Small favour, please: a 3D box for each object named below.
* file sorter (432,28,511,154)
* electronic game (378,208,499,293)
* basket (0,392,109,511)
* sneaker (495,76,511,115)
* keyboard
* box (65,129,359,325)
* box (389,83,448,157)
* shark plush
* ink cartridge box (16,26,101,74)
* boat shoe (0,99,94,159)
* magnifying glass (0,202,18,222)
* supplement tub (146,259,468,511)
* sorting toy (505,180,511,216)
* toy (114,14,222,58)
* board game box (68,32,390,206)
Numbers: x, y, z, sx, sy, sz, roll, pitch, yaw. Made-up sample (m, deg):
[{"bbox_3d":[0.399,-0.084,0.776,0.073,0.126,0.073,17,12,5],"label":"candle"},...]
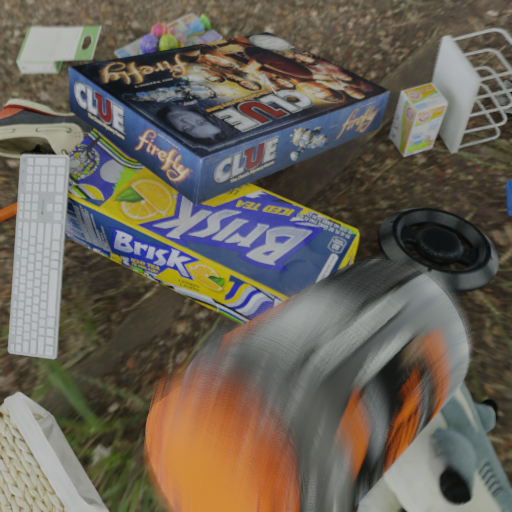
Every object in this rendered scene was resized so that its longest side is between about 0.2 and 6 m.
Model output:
[{"bbox_3d":[3.954,-2.979,10.138,1.084,1.742,1.209,-14,58,-4],"label":"file sorter"},{"bbox_3d":[2.911,-0.136,8.995,1.920,0.400,1.920,4,44,-4],"label":"electronic game"},{"bbox_3d":[-2.779,2.745,6.832,1.059,1.163,1.716,-35,63,-16],"label":"basket"},{"bbox_3d":[5.575,-3.436,11.037,1.515,0.797,2.097,13,59,5],"label":"sneaker"},{"bbox_3d":[-3.177,-0.005,8.201,0.831,0.157,2.952,4,90,21],"label":"keyboard"},{"bbox_3d":[-0.867,-0.341,8.630,4.564,1.467,1.599,25,61,15],"label":"box"},{"bbox_3d":[2.932,-2.467,10.200,0.645,1.147,0.581,-18,59,-11],"label":"box"},{"bbox_3d":[2.443,2.134,7.552,1.847,2.014,4.434,18,35,-12],"label":"shark plush"},{"bbox_3d":[-4.137,-4.389,11.908,1.595,0.382,1.160,1,57,1],"label":"ink cartridge box"},{"bbox_3d":[-3.343,-2.007,9.950,3.068,1.092,0.960,14,59,12],"label":"boat shoe"},{"bbox_3d":[-3.927,-0.929,9.730,1.592,0.178,0.634,-28,42,-14],"label":"magnifying glass"},{"bbox_3d":[0.602,1.337,5.487,1.898,1.898,3.098,42,43,23],"label":"supplement tub"},{"bbox_3d":[6.054,-0.636,9.418,3.785,0.516,2.131,-4,61,-2],"label":"sorting toy"},{"bbox_3d":[-1.909,-4.665,12.029,2.083,0.492,1.199,-33,62,-20],"label":"toy"},{"bbox_3d":[-0.278,-2.590,9.388,3.073,0.785,4.536,37,45,26],"label":"board game box"}]
